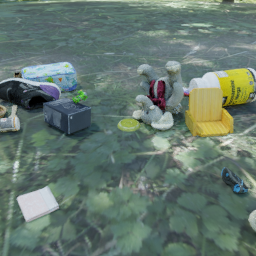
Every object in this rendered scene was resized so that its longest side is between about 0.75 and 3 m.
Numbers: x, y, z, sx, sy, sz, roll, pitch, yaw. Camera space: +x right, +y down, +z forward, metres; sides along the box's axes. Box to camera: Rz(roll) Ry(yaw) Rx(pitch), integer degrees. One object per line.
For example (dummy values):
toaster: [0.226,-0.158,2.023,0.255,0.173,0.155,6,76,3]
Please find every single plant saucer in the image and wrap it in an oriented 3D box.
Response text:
plant saucer: [0.044,-0.148,10.860,0.895,0.139,0.895,0,32,0]

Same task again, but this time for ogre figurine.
ogre figurine: [-1.809,-1.150,10.514,0.496,0.827,0.406,-39,86,-14]

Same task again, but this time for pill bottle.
pill bottle: [4.111,-1.704,12.118,2.685,1.509,1.509,-9,32,-8]
pill bottle: [-4.544,-0.121,10.460,0.872,0.507,0.507,-5,32,-9]

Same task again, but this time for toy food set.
toy food set: [-5.771,-0.661,11.370,2.382,0.478,1.645,-8,32,-13]

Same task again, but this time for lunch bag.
lunch bag: [-3.862,-2.501,13.855,2.537,1.046,2.039,-12,34,-19]

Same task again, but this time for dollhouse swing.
dollhouse swing: [3.075,-0.635,10.487,1.554,1.366,1.412,-3,31,-7]

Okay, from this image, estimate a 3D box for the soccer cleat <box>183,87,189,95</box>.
soccer cleat: [2.727,-1.687,13.254,1.151,0.392,0.421,22,59,28]

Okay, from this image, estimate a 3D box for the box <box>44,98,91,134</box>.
box: [-2.305,-0.504,10.687,1.494,0.800,1.109,23,31,34]

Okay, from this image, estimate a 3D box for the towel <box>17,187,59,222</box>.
towel: [-2.368,1.966,7.360,0.870,0.147,0.911,-18,35,-27]

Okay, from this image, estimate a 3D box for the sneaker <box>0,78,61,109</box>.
sneaker: [-4.489,-1.423,12.134,2.896,1.097,1.268,1,36,1]

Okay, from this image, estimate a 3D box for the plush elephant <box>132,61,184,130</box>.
plush elephant: [1.052,-1.025,10.740,2.112,2.564,1.985,16,55,47]

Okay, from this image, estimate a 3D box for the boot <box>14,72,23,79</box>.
boot: [-5.436,-2.165,13.646,0.705,0.722,1.915,-6,33,-14]

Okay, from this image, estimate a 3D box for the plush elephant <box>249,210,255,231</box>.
plush elephant: [3.343,2.105,5.388,2.561,2.110,1.983,12,33,-42]

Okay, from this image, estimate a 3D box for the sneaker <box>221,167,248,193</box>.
sneaker: [3.030,1.507,8.018,0.400,0.357,0.976,12,29,-22]
